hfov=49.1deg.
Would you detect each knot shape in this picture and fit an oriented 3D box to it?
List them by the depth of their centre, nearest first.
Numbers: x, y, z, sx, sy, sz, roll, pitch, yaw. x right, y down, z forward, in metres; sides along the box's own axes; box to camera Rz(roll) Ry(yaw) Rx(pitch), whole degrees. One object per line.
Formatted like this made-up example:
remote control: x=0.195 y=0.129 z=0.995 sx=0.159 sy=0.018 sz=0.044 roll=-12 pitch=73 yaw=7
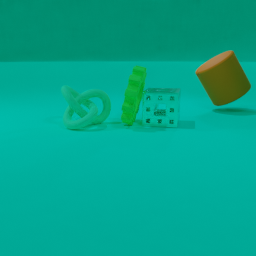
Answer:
knot shape: x=-1.136 y=-0.602 z=7.873 sx=1.421 sy=0.702 sz=1.519 roll=-3 pitch=56 yaw=-27

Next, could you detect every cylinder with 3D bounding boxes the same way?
cylinder: x=3.282 y=-1.703 z=9.686 sx=1.395 sy=1.395 sz=1.395 roll=-32 pitch=13 yaw=8

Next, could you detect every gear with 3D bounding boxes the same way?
gear: x=0.175 y=-0.906 z=7.822 sx=0.298 sy=1.609 sz=1.609 roll=15 pitch=17 yaw=7

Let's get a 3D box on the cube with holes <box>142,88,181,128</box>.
cube with holes: x=0.972 y=-0.608 z=8.013 sx=0.961 sy=0.961 sz=0.961 roll=3 pitch=15 yaw=13
